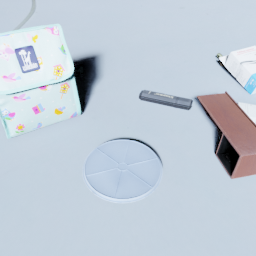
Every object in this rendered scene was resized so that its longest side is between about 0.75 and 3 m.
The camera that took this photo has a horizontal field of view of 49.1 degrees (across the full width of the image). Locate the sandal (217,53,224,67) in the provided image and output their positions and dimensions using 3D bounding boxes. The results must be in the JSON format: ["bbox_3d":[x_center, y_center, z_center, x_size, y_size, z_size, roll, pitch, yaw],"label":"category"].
[{"bbox_3d":[3.934,-2.707,11.600,0.315,0.438,1.103,-30,42,9],"label":"sandal"}]

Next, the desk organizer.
[{"bbox_3d":[2.864,0.106,7.960,1.030,0.959,2.675,-7,41,-11],"label":"desk organizer"}]

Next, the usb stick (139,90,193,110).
[{"bbox_3d":[1.312,-0.985,9.724,1.869,0.305,0.518,14,45,15],"label":"usb stick"}]

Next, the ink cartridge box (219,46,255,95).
[{"bbox_3d":[4.585,-2.353,10.587,1.220,0.714,2.103,-18,58,-18],"label":"ink cartridge box"}]

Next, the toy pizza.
[{"bbox_3d":[-0.142,1.121,7.409,2.103,0.333,2.103,1,42,-1],"label":"toy pizza"}]

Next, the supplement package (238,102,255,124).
[{"bbox_3d":[3.957,-0.244,8.636,1.232,0.675,0.701,11,44,11],"label":"supplement package"}]

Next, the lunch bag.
[{"bbox_3d":[-2.901,-1.470,8.294,2.510,2.947,1.797,-20,46,-21],"label":"lunch bag"}]
